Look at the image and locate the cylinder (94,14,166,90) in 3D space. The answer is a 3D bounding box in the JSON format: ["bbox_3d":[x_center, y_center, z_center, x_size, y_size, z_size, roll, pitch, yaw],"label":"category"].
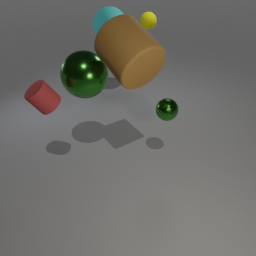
[{"bbox_3d":[0.046,-1.981,7.364,1.400,1.400,1.400,-22,63,-30],"label":"cylinder"}]

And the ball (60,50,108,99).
[{"bbox_3d":[-1.286,-1.570,8.265,1.400,1.400,1.400,0,33,0],"label":"ball"}]

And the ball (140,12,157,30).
[{"bbox_3d":[0.858,-4.529,11.833,0.700,0.700,0.700,0,33,0],"label":"ball"}]

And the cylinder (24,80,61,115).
[{"bbox_3d":[-2.316,-0.833,7.631,0.700,0.700,0.700,-22,43,23],"label":"cylinder"}]

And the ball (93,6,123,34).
[{"bbox_3d":[-0.759,-4.360,11.793,1.400,1.400,1.400,0,33,0],"label":"ball"}]

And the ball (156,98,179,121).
[{"bbox_3d":[1.198,-0.565,8.600,0.700,0.700,0.700,0,33,0],"label":"ball"}]
